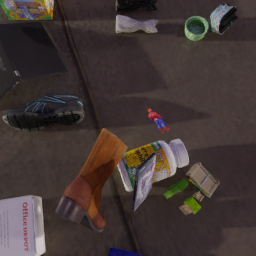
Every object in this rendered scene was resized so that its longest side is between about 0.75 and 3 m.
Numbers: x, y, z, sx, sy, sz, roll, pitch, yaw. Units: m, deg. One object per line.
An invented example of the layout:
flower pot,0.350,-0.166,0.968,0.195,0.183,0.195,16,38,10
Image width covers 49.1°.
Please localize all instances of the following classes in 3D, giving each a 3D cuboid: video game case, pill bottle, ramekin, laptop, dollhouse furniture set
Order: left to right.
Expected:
laptop,-4.332,-2.490,10.781,2.865,1.661,2.683,-37,73,18
video game case,0.451,1.516,7.932,0.134,1.417,1.012,19,31,26
pill bottle,0.786,1.120,9.016,2.159,1.217,1.217,-19,73,-6
dollhouse furniture set,2.120,1.994,9.192,1.025,0.785,1.565,48,49,7
ramekin,2.678,-3.912,11.081,0.906,0.442,0.906,0,72,0

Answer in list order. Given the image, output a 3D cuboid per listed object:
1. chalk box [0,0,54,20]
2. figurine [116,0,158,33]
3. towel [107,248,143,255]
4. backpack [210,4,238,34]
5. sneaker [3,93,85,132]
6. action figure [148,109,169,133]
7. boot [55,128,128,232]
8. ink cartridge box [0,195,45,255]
chalk box,-4.214,-5.242,11.009,2.267,1.403,1.411,0,72,-1
figurine,0.376,-4.516,11.182,1.705,0.752,1.747,1,73,-4
towel,0.390,4.742,8.209,2.461,0.610,1.817,15,66,5
backpack,3.674,-4.243,10.968,0.766,0.903,1.017,34,79,34
sneaker,-2.915,-0.591,9.844,2.755,1.039,1.092,-6,55,-6
action figure,0.891,-0.239,8.463,0.918,0.300,0.237,47,41,-27
boot,-0.809,1.587,8.303,0.893,2.456,2.608,15,67,35
ink cartridge box,-3.862,3.113,8.454,2.409,1.035,1.764,-8,73,-4
